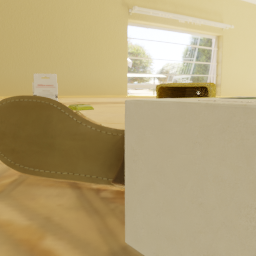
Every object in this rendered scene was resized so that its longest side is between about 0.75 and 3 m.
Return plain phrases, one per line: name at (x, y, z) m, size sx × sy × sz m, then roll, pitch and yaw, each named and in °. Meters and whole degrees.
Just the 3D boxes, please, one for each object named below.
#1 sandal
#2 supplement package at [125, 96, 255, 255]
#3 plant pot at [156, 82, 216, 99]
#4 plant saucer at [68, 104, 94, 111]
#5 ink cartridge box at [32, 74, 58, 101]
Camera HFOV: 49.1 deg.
sandal at (-0.625, 0.366, 4.090) m, size 3.108 × 1.140 × 1.022 m, roll 11°, pitch -20°, yaw 22°
supplement package at (0.938, 0.351, 2.214) m, size 1.572 × 1.184 × 1.193 m, roll -6°, pitch 10°, yaw -38°
plant pot at (1.665, -0.569, 7.314) m, size 1.368 × 1.359 × 1.399 m, roll 5°, pitch 18°, yaw 31°
plant saucer at (-2.837, -1.244, 16.637) m, size 1.251 × 0.300 × 1.253 m, roll -7°, pitch 11°, yaw -41°
ink cartridge box at (-3.978, -1.617, 13.468) m, size 1.117 × 1.928 × 0.643 m, roll -3°, pitch 8°, yaw -22°
